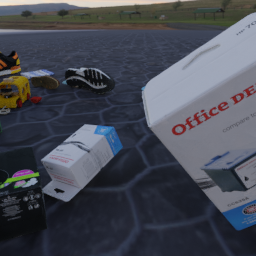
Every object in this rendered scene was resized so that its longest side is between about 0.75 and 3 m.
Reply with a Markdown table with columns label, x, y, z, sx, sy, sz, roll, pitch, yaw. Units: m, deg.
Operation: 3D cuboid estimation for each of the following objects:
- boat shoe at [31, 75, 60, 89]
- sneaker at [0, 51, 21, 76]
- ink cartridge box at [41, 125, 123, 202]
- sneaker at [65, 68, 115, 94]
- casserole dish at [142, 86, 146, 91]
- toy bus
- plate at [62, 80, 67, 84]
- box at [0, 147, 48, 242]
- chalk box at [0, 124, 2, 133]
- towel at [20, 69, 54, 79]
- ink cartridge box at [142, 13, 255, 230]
| label | x | y | z | sx | sy | sz | roll | pitch | yaw |
| --- | --- | --- | --- | --- | --- | --- | --- | --- | --- |
| boat shoe | -3.615 | -2.101 | 12.500 | 1.595 | 0.574 | 0.539 | 11 | 28 | 30 |
| sneaker | -6.853 | -3.292 | 14.380 | 0.975 | 1.255 | 2.789 | 15 | 27 | 31 |
| ink cartridge box | -1.003 | 0.614 | 5.568 | 0.951 | 0.556 | 1.640 | 4 | 37 | 41 |
| sneaker | -1.514 | -2.199 | 12.189 | 2.802 | 1.033 | 1.121 | 20 | 29 | 38 |
| casserole dish | 1.809 | -1.188 | 10.486 | 2.626 | 0.509 | 1.591 | 6 | 24 | 15 |
| toy bus | -4.285 | -1.347 | 10.277 | 1.853 | 0.958 | 1.749 | 20 | 31 | 39 |
| plate | -2.745 | -2.224 | 13.384 | 0.780 | 0.100 | 0.780 | -1 | 24 | 0 |
| box | -2.030 | 1.072 | 4.780 | 1.048 | 0.877 | 1.411 | -9 | 25 | -21 |
| chalk box | -4.466 | -0.508 | 7.828 | 1.371 | 1.361 | 2.196 | -17 | 28 | -33 |
| towel | -4.767 | -2.850 | 14.742 | 1.448 | 0.172 | 1.063 | -19 | 31 | -38 |
| ink cartridge box | 1.712 | 0.080 | 4.025 | 1.904 | 2.600 | 1.116 | -32 | 30 | 20 |
